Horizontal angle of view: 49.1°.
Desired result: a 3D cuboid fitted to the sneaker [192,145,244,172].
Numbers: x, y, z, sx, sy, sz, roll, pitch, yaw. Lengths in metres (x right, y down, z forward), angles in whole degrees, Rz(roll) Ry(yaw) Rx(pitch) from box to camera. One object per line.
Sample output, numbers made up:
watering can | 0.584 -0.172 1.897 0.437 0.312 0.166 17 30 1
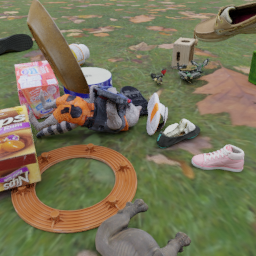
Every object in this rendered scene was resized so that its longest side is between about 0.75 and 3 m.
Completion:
sneaker | 2.070 0.635 6.409 1.159 0.606 0.436 5 34 11

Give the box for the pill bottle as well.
pill bottle | -2.450 -3.001 11.949 0.996 0.996 1.793 16 34 24

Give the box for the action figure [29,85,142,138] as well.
action figure | -1.058 -0.465 7.861 2.835 1.533 2.931 3 12 -9

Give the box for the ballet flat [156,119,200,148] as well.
ballet flat | 1.394 0.086 7.378 1.496 0.512 0.509 -22 39 -31

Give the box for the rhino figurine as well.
rhino figurine | 0.447 1.988 4.098 1.025 0.701 2.345 -35 47 -29

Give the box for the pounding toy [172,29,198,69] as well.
pounding toy | 2.526 -3.615 12.397 0.810 1.555 1.770 13 34 21

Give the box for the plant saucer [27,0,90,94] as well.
plant saucer | -1.432 -1.461 5.516 0.357 2.016 2.016 -33 40 -10

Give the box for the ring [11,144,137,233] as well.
ring | -1.122 1.079 6.016 2.646 0.254 2.646 -1 31 1

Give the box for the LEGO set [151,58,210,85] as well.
LEGO set | 2.118 -2.083 11.016 2.400 0.680 1.559 -12 29 5

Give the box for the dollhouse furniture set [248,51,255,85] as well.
dollhouse furniture set | 5.761 -1.918 9.982 1.561 1.196 2.383 -10 33 -16

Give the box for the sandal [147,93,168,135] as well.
sandal | 0.896 -0.430 8.054 0.502 0.671 1.751 22 37 -11

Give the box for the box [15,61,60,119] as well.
box | -2.930 -1.279 9.048 1.170 1.080 2.281 -12 34 -19

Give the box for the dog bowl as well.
dog bowl | -1.412 -1.542 9.875 1.717 0.676 1.717 0 32 0

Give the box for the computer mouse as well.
computer mouse | 0.189 -0.807 9.024 1.046 0.398 1.510 -11 45 -21

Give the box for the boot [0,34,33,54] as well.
boot | -6.382 -4.404 14.465 2.521 0.853 1.647 -26 34 -37

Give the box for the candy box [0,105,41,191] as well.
candy box | -3.017 0.381 6.466 1.602 0.775 2.746 -13 27 -19

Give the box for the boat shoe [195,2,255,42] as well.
boat shoe | 2.775 -2.920 7.523 2.271 0.754 0.841 0 67 40
